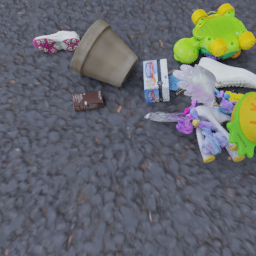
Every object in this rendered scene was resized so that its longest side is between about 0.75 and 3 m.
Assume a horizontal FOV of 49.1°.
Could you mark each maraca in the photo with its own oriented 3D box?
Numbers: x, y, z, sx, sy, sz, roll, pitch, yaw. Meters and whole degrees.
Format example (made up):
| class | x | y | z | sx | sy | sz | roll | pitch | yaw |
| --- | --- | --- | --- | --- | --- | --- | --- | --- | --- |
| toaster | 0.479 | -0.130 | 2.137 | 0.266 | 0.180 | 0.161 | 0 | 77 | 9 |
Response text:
| class | x | y | z | sx | sy | sz | roll | pitch | yaw |
| --- | --- | --- | --- | --- | --- | --- | --- | --- | --- |
| maraca | 3.473 | -0.126 | 7.903 | 1.456 | 1.136 | 2.124 | 49 | 62 | -11 |

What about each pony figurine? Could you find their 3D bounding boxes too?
| class | x | y | z | sx | sy | sz | roll | pitch | yaw |
| --- | --- | --- | --- | --- | --- | --- | --- | --- | --- |
| pony figurine | 2.343 | -0.407 | 8.789 | 2.849 | 2.458 | 2.951 | 3 | 53 | -35 |

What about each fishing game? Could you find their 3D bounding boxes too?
| class | x | y | z | sx | sy | sz | roll | pitch | yaw |
| --- | --- | --- | --- | --- | --- | --- | --- | --- | --- |
| fishing game | 1.712 | -1.670 | 10.342 | 0.752 | 0.163 | 1.050 | -35 | 58 | -1 |

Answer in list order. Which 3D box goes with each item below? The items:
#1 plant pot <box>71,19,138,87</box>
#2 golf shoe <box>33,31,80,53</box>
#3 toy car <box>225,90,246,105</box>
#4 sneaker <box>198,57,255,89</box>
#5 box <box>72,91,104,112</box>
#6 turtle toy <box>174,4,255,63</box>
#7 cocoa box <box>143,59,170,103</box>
| class | x | y | z | sx | sy | sz | roll | pitch | yaw |
| --- | --- | --- | --- | --- | --- | --- | --- | --- | --- |
| plant pot | -0.705 | -2.445 | 9.938 | 1.796 | 2.070 | 2.070 | 32 | 66 | -3 |
| golf shoe | -2.804 | -3.465 | 11.108 | 1.820 | 0.685 | 0.833 | -2 | 53 | -9 |
| toy car | 4.822 | -0.758 | 9.664 | 2.397 | 0.568 | 2.547 | -37 | 69 | -18 |
| sneaker | 3.564 | -1.704 | 10.133 | 2.299 | 0.837 | 0.973 | 22 | 81 | 15 |
| box | -1.409 | -0.944 | 9.863 | 1.048 | 0.393 | 0.525 | -9 | 62 | -7 |
| turtle toy | 3.100 | -3.269 | 10.477 | 2.891 | 1.461 | 2.107 | -15 | 63 | -7 |
| cocoa box | 1.000 | -1.667 | 9.930 | 0.843 | 0.857 | 1.285 | -4 | 62 | 7 |
